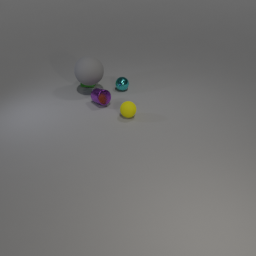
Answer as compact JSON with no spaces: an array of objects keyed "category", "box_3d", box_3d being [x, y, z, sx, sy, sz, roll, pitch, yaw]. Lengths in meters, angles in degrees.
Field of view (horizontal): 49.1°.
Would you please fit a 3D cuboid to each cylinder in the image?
[{"category":"cylinder","box_3d":[-1.238,-1.442,12.774,0.700,0.700,0.700,-21,25,-29]}]

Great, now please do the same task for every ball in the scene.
[{"category":"ball","box_3d":[0.009,-0.790,11.896,0.700,0.700,0.700,0,33,0]},{"category":"ball","box_3d":[-1.851,-2.727,13.317,1.400,1.400,1.400,0,33,0]},{"category":"ball","box_3d":[-0.295,-2.239,14.172,0.700,0.700,0.700,0,33,0]}]

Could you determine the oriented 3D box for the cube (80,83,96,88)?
[{"category":"cube","box_3d":[-2.064,-2.585,14.661,0.700,0.700,0.700,5,32,13]}]
